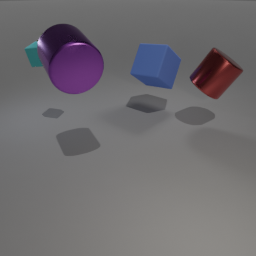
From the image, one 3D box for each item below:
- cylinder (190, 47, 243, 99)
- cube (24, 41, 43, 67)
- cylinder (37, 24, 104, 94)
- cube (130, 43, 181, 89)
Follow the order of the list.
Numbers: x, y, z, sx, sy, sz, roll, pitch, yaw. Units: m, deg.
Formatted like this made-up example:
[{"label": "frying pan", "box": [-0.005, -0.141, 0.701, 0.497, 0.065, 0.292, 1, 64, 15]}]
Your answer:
[{"label": "cylinder", "box": [3.290, -2.034, 10.512, 1.400, 1.400, 1.400, 28, 29, -17]}, {"label": "cube", "box": [-3.092, -2.646, 9.968, 0.700, 0.700, 0.700, 2, 37, 21]}, {"label": "cylinder", "box": [-1.519, -1.811, 7.304, 1.400, 1.400, 1.400, -13, 41, -23]}, {"label": "cube", "box": [1.192, -2.613, 11.903, 1.400, 1.400, 1.400, 16, -4, 36]}]
